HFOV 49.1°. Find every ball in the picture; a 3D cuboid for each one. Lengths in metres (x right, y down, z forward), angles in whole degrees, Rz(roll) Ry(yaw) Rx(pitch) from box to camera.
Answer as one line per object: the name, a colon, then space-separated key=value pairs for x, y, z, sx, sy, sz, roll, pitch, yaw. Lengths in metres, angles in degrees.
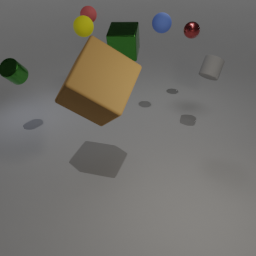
ball: x=-1.536 y=-3.502 z=9.656 sx=0.700 sy=0.700 sz=0.700 roll=0 pitch=30 yaw=0
ball: x=-1.683 y=-4.827 z=11.925 sx=0.700 sy=0.700 sz=0.700 roll=0 pitch=30 yaw=0
ball: x=2.746 y=-4.218 z=12.066 sx=0.700 sy=0.700 sz=0.700 roll=0 pitch=30 yaw=0
ball: x=1.215 y=-3.772 z=10.056 sx=0.700 sy=0.700 sz=0.700 roll=0 pitch=30 yaw=0

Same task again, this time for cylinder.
cylinder: x=2.947 y=-2.124 z=9.878 sx=0.700 sy=0.700 sz=0.700 roll=21 pitch=3 yaw=-1
cylinder: x=-3.892 y=-1.922 z=9.562 sx=0.700 sy=0.700 sz=0.700 roll=8 pitch=-11 yaw=13

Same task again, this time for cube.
cube: x=-0.207 y=-4.294 z=13.906 sx=1.400 sy=1.400 sz=1.400 roll=3 pitch=47 yaw=8
cube: x=-0.756 y=-1.061 z=6.838 sx=1.400 sy=1.400 sz=1.400 roll=28 pitch=70 yaw=-17
